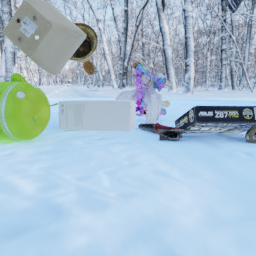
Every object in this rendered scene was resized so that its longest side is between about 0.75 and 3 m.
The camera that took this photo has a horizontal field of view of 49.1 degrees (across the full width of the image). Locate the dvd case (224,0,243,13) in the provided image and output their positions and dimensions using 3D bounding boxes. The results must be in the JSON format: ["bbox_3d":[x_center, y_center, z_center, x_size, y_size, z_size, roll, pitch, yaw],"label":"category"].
[{"bbox_3d":[2.743,-3.681,7.608,0.118,0.952,0.715,-20,28,54],"label":"dvd case"}]

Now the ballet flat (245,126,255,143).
[{"bbox_3d":[3.357,0.077,6.822,1.677,0.389,0.565,-7,8,-40],"label":"ballet flat"}]

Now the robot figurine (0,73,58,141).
[{"bbox_3d":[-2.906,-0.393,6.614,2.385,1.380,2.093,3,33,17],"label":"robot figurine"}]

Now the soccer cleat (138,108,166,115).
[{"bbox_3d":[1.149,-0.761,13.336,1.401,0.478,0.513,6,35,-8],"label":"soccer cleat"}]

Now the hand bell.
[{"bbox_3d":[-1.537,-2.491,10.021,1.308,1.308,2.512,0,-11,3],"label":"hand bell"}]

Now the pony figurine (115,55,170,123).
[{"bbox_3d":[0.675,-1.170,10.452,2.078,2.409,2.496,8,-8,33],"label":"pony figurine"}]

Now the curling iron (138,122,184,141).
[{"bbox_3d":[0.759,0.016,7.597,0.612,0.316,2.471,-3,8,-17],"label":"curling iron"}]

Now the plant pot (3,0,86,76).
[{"bbox_3d":[-2.399,-2.557,7.711,1.566,1.568,1.388,43,13,5],"label":"plant pot"}]

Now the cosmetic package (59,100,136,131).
[{"bbox_3d":[-0.882,-0.409,8.509,2.142,0.908,1.152,2,7,11],"label":"cosmetic package"}]

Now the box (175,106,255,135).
[{"bbox_3d":[2.287,-0.160,6.962,1.878,0.461,1.514,-1,-13,-7],"label":"box"}]
